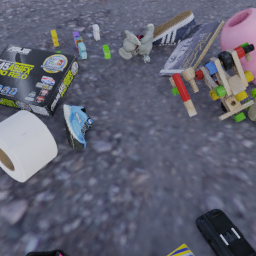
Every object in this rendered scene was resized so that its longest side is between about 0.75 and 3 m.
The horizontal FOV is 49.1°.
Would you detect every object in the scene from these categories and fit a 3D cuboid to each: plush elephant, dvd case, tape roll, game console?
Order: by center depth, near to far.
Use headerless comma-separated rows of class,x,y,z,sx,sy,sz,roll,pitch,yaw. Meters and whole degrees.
game console,2.299,2.558,5.341,1.414,0.289,2.397,-17,45,-19
tape roll,-2.611,0.439,6.837,1.478,1.478,1.015,26,48,27
dvd case,2.158,-2.727,9.784,2.260,0.180,1.680,-58,30,-6
plush elephant,0.287,-3.447,11.351,1.240,1.319,1.602,15,57,-31

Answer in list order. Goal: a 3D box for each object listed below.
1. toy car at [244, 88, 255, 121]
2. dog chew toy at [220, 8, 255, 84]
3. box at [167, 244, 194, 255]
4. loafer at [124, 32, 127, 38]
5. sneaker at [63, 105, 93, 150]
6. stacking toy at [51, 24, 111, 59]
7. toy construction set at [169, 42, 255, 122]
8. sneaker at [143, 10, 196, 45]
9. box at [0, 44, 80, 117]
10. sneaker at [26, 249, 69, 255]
toy car,4.363,-0.620,8.577,1.168,0.921,0.959,0,45,-17
dog chew toy,4.346,-2.540,9.497,1.762,2.830,1.762,-32,28,20
box,0.242,2.964,4.505,2.368,0.761,0.830,-23,47,-25
loafer,0.046,-4.310,13.105,0.342,0.317,0.910,-15,44,-16
sneaker,-1.392,-0.124,8.075,0.825,0.719,1.833,-8,42,-13
stacking toy,-2.075,-3.511,12.027,2.142,0.668,2.842,-13,45,-12
toy construction set,2.633,-0.972,7.936,2.667,2.049,2.224,-25,2,-20
sneaker,1.857,-3.918,12.374,2.573,1.396,0.902,-24,41,19
box,-3.335,-1.670,9.413,2.779,0.615,2.227,14,61,15
sneaker,-1.134,2.580,4.993,1.646,0.690,0.632,5,42,6
